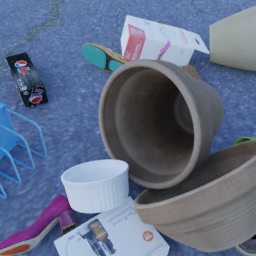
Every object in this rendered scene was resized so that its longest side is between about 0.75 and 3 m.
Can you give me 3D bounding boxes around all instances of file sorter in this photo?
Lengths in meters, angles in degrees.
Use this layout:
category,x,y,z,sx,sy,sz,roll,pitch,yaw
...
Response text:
category,x,y,z,sx,sy,sz,roll,pitch,yaw
file sorter,-3.130,0.737,6.669,1.291,1.460,2.104,24,49,17

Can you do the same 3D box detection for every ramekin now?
category,x,y,z,sx,sy,sz,roll,pitch,yaw
ramekin,-0.676,1.263,6.212,1.481,0.722,1.481,-7,11,1

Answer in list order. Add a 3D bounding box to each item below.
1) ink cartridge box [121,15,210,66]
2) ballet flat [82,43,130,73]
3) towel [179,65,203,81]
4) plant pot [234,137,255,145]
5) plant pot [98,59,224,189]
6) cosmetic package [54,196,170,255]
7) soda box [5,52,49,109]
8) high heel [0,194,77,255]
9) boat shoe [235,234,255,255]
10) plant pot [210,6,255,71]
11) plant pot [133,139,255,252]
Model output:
category,x,y,z,sx,sy,sz,roll,pitch,yaw
ink cartridge box,1.313,-3.074,10.431,2.997,1.012,1.746,9,41,-12
ballet flat,-0.602,-2.496,10.417,2.460,0.844,0.775,33,45,17
towel,1.249,-1.210,9.274,2.843,0.308,2.085,-10,54,-13
plant pot,3.357,0.533,7.418,0.764,0.804,0.804,-15,46,-33
plant pot,1.069,-0.266,6.881,2.838,2.838,2.475,35,33,30
cosmetic package,-0.325,2.422,5.639,1.858,0.480,1.401,-26,53,-24
soda box,-3.468,-1.678,9.548,0.818,0.732,2.313,-21,49,-19
high heel,-2.010,2.041,5.941,1.721,0.580,0.827,-13,53,-32
boat shoe,2.833,1.845,6.053,0.699,0.688,1.876,18,48,17
plant pot,4.385,-3.180,10.052,2.797,2.619,2.619,0,44,16
plant pot,1.663,1.417,5.505,2.907,2.907,1.342,-26,86,-24
